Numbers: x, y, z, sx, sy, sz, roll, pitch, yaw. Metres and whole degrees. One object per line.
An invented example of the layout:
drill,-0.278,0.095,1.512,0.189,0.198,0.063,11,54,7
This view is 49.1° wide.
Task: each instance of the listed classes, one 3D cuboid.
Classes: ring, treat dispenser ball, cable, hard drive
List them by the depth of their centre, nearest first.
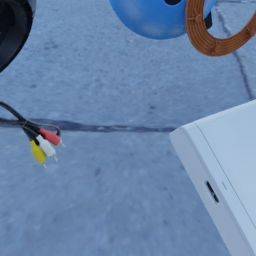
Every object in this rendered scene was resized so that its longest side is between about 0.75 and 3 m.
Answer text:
cable,-0.852,-0.003,2.474,0.195,0.776,0.377,15,59,47
hard drive,1.369,0.354,3.012,1.883,0.251,1.242,-17,75,-42
ring,2.095,-2.446,5.412,2.282,2.282,0.219,-19,41,-17
treat dispenser ball,0.724,-3.091,5.884,2.382,2.382,2.382,0,46,0

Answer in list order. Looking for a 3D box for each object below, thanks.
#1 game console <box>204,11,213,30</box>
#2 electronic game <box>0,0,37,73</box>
game console,2.040,-3.909,7.872,0.283,2.350,1.386,7,35,38
electronic game,-2.167,-1.098,3.536,0.511,2.456,2.456,47,57,0
